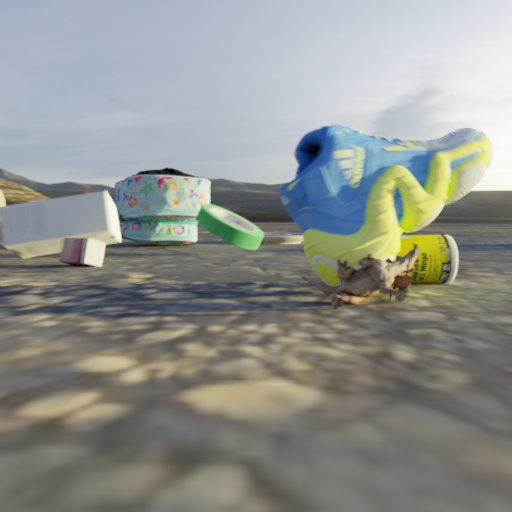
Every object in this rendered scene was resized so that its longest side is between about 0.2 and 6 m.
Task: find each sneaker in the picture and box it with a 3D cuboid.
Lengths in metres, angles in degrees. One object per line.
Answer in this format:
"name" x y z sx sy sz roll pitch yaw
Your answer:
"sneaker" 1.234 -0.880 5.324 2.613 1.372 0.989 -40 2 -35

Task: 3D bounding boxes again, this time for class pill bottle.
"pill bottle" 1.511 0.039 5.600 0.869 0.488 0.488 -1 4 -1

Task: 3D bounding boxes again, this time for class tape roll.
"tape roll" -0.458 -0.516 9.822 1.208 0.290 1.208 25 13 -6

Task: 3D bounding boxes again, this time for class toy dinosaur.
"toy dinosaur" 0.844 0.210 4.315 0.911 0.391 0.618 -13 -8 14

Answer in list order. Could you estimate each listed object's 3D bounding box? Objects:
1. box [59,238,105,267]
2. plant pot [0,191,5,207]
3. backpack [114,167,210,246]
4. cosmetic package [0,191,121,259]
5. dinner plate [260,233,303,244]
"box" -2.319 -0.049 7.462 0.540 0.345 0.294 1 -10 35
"plant pot" -5.203 -0.646 9.361 1.636 1.636 1.098 0 46 -5
"backpack" -2.017 -1.074 12.119 2.005 1.700 2.259 1 -6 -25
"cosmetic package" -2.918 -0.450 8.466 1.555 0.660 0.837 -11 -12 -8
"dinner plate" 0.403 -0.432 13.721 2.045 0.248 2.045 -1 4 0
